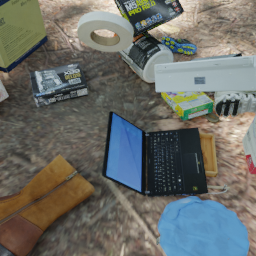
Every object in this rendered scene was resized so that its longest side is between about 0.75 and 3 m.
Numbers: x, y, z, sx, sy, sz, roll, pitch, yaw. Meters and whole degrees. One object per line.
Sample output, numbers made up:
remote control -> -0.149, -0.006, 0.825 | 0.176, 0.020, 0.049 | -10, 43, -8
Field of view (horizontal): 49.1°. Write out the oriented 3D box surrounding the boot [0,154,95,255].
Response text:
boot -> -2.690, 1.533, 6.821 | 2.683, 0.976, 2.849 | 32, 56, 25

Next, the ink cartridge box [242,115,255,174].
ink cartridge box -> 3.951, 0.311, 7.381 | 1.201, 1.660, 1.206 | 4, 50, 3

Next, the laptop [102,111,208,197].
laptop -> 0.739, 0.572, 7.399 | 2.426, 1.253, 2.150 | -6, 50, 11

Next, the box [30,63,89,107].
box -> -2.394, -1.535, 9.728 | 1.804, 0.449, 1.423 | -14, 51, -11

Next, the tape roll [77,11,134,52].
tape roll -> -0.671, -2.821, 8.364 | 1.700, 1.700, 0.311 | 4, 75, 4

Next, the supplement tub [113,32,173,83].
supplement tub -> 0.466, -2.794, 10.195 | 1.381, 1.381, 2.254 | -25, 55, -20

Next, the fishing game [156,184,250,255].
fishing game -> 1.666, 2.468, 6.384 | 2.060, 0.447, 2.876 | 0, 41, 2

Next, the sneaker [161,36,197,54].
sneaker -> 2.052, -3.335, 11.289 | 1.494, 0.530, 0.619 | 19, 35, 16

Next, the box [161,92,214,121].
box -> 1.815, -0.998, 9.103 | 1.077, 0.444, 1.836 | -16, 40, -11

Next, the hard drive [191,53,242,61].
hard drive -> 2.547, -2.049, 9.486 | 1.472, 0.347, 2.110 | -29, 20, -22

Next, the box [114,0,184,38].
box -> 0.681, -4.214, 9.471 | 2.020, 0.447, 1.619 | -29, 95, -16

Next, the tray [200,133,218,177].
tray -> 2.139, 0.737, 7.962 | 0.660, 0.248, 1.337 | 6, 51, 4

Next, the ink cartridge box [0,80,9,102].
ink cartridge box -> -4.925, -1.661, 9.104 | 2.662, 1.533, 0.903 | 35, 62, 26

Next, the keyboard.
keyboard -> 1.828, -1.314, 7.117 | 2.804, 0.789, 0.149 | 6, 22, 41

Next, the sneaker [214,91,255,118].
sneaker -> 4.079, -0.921, 8.955 | 2.652, 0.996, 1.075 | 5, 41, 3

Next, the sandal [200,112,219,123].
sandal -> 2.448, -0.532, 8.994 | 1.076, 0.291, 0.432 | 31, 56, 24

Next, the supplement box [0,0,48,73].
supplement box -> -4.667, -3.973, 10.409 | 1.711, 2.545, 2.548 | 20, 53, 16
